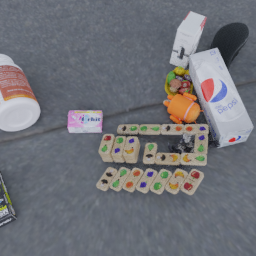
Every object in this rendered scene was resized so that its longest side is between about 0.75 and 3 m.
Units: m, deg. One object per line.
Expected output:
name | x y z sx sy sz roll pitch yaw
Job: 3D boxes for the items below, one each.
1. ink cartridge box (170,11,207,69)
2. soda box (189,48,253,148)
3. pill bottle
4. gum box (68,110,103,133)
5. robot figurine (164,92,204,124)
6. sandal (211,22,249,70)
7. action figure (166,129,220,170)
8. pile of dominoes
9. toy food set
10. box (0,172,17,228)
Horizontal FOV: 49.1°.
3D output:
ink cartridge box | 1.979 -2.898 9.356 0.619 1.477 1.066 26 61 12
soda box | 2.594 -0.918 8.157 0.890 0.958 2.806 -14 63 4
pill bottle | -3.565 -1.118 8.310 1.276 1.276 2.275 -24 60 -15
gum box | -1.278 -0.189 8.255 1.024 0.339 0.581 0 58 -1
robot figurine | 1.636 -0.574 8.333 1.136 0.662 0.817 31 58 19
sandal | 3.258 -2.517 9.678 1.046 0.666 2.784 27 74 18
action figure | 1.665 0.557 7.467 1.515 0.773 0.901 -28 83 -14
pile of dominoes | 0.614 0.622 7.208 2.776 0.442 2.164 -1 49 18
toy food set | 1.663 -1.455 8.983 0.910 0.505 1.547 10 57 6
box | -3.873 1.982 6.805 1.861 0.412 1.491 -26 61 -16
